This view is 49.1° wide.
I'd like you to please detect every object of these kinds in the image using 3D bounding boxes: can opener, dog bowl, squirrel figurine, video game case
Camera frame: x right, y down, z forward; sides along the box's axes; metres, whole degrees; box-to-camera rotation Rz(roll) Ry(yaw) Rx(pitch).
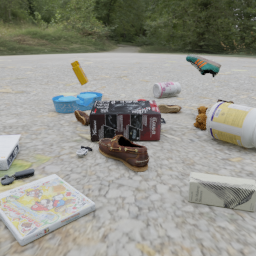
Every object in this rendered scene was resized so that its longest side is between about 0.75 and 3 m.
[{"bbox_3d":[-2.924,1.328,7.469,0.880,0.235,0.294,-11,54,-29],"label":"can opener"},{"bbox_3d":[-2.525,-1.307,14.237,2.648,0.656,1.476,-13,23,-34],"label":"dog bowl"},{"bbox_3d":[3.030,-0.423,11.362,0.663,0.874,0.936,3,20,10],"label":"squirrel figurine"},{"bbox_3d":[-1.950,1.697,6.303,1.689,0.212,1.856,-17,26,-39],"label":"video game case"}]

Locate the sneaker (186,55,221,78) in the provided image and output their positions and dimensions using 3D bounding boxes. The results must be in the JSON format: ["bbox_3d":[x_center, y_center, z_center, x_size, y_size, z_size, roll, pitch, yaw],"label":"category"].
[{"bbox_3d":[3.259,-2.769,12.521,1.675,0.669,0.598,28,7,30],"label":"sneaker"}]

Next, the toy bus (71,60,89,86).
[{"bbox_3d":[-1.876,-2.124,10.804,0.305,0.938,0.367,-25,14,10],"label":"toy bus"}]

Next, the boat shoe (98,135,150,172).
[{"bbox_3d":[-0.162,0.596,8.636,0.773,0.772,2.196,-21,27,-38],"label":"boat shoe"}]

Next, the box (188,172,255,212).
[{"bbox_3d":[2.144,1.451,6.449,1.460,0.600,0.499,4,20,15],"label":"box"}]

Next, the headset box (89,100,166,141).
[{"bbox_3d":[0.035,-0.350,10.827,2.818,1.088,2.097,0,19,-2],"label":"headset box"}]

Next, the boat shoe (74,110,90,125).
[{"bbox_3d":[-1.937,-0.467,12.174,0.448,0.448,1.274,-17,33,-27],"label":"boat shoe"}]

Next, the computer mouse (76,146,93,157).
[{"bbox_3d":[-1.456,0.771,9.047,0.436,0.174,0.794,9,15,11],"label":"computer mouse"}]

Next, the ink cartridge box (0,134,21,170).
[{"bbox_3d":[-4.453,0.745,8.693,1.893,0.415,1.911,-2,22,-6],"label":"ink cartridge box"}]

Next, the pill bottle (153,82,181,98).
[{"bbox_3d":[2.330,-2.302,16.718,1.545,0.876,0.876,-10,21,-26],"label":"pill bottle"}]

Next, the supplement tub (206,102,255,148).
[{"bbox_3d":[3.855,-0.099,9.689,1.372,1.372,1.887,-17,26,-40],"label":"supplement tub"}]

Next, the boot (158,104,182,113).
[{"bbox_3d":[2.035,-0.961,13.841,1.175,0.425,0.978,5,8,17],"label":"boot"}]

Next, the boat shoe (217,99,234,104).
[{"bbox_3d":[5.109,-1.160,14.134,1.292,0.454,0.455,14,22,32],"label":"boat shoe"}]
